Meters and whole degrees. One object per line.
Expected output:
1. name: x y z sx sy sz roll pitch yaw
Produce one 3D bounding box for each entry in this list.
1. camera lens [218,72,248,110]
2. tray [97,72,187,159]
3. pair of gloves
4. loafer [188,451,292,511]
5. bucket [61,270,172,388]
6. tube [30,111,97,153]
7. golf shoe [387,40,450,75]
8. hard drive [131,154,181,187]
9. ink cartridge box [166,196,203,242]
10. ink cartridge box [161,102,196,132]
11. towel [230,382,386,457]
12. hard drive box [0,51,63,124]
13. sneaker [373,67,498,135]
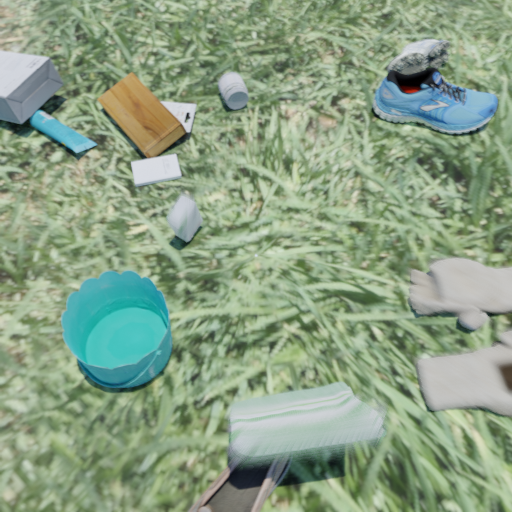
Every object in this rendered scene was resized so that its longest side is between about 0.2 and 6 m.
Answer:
1. camera lens: -0.541 -3.905 13.219 0.595 0.595 0.744 -15 57 -10
2. tray: -2.628 -3.202 12.727 1.051 0.395 2.132 -40 65 -5
3. pair of gloves: 4.047 1.270 9.824 2.515 0.519 2.958 2 55 4
4. loafer: -0.429 3.664 8.052 1.035 0.905 2.880 28 61 17
5. bucket: -2.271 1.290 9.450 1.837 1.195 1.837 0 56 0
6. tube: -4.386 -2.771 12.613 1.576 0.397 0.610 31 46 17
7. golf shoe: 3.853 -4.864 13.914 1.933 0.757 0.940 -26 43 -22
8. hard drive: -2.170 -1.858 12.154 0.988 0.132 0.652 -12 57 -8
9. ink cartridge box: -1.373 -0.702 10.813 0.328 0.779 0.569 29 73 16
10. ink cartridge box: -2.050 -3.125 12.907 1.205 0.344 0.980 7 56 -1
11. towel: 0.601 2.270 8.025 1.995 2.615 0.306 -9 88 -3
12. hard drive box: -5.743 -3.931 12.903 1.958 0.752 1.526 17 58 26
13. sneaker: 4.080 -3.569 12.613 2.739 1.232 1.074 7 57 5
